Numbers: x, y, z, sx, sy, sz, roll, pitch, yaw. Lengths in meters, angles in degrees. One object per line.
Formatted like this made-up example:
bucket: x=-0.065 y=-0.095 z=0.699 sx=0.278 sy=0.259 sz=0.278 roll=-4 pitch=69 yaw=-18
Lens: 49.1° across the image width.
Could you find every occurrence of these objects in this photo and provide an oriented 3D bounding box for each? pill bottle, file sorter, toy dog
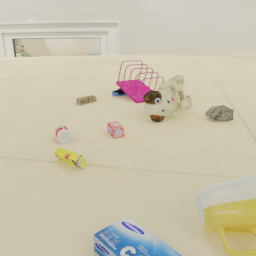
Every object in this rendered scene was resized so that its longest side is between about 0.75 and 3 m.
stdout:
pill bottle: x=-2.400 y=0.204 z=10.285 sx=0.516 sy=0.516 sz=0.919 roll=-7 pitch=19 yaw=-21
file sorter: x=0.710 y=-2.817 z=16.482 sx=1.717 sy=1.549 sz=2.470 roll=-11 pitch=40 yaw=-30
toy dog: x=1.608 y=-1.326 z=12.968 sx=2.468 sy=1.776 sz=2.545 roll=-5 pitch=16 yaw=25

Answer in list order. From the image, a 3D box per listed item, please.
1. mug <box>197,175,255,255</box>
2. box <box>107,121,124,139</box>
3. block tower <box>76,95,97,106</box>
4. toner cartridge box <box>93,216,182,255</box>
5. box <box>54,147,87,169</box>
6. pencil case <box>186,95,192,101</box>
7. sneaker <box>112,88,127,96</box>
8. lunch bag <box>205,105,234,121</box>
mug: x=2.008 y=1.597 z=5.438 sx=1.155 sy=1.126 sz=1.406 roll=-7 pitch=12 yaw=4
box: x=-0.484 y=0.062 z=10.850 sx=0.445 sy=0.410 sz=0.867 roll=-7 pitch=20 yaw=-18
block tower: x=-2.339 y=-1.565 z=15.706 sx=0.369 sy=0.345 sz=1.277 roll=14 pitch=23 yaw=36
toner cartridge box: x=0.246 y=2.191 z=4.685 sx=0.831 sy=0.378 sz=1.749 roll=-16 pitch=25 yaw=-39
box: x=-1.722 y=0.893 z=8.371 sx=1.052 sy=0.396 sz=0.264 roll=15 pitch=55 yaw=34
pencil case: x=2.716 y=-1.383 z=14.803 sx=1.403 sy=0.613 sz=0.613 roll=-11 pitch=22 yaw=-27
sneaker: x=-0.227 y=-2.431 z=17.709 sx=1.738 sy=0.677 sz=0.610 roll=-9 pitch=22 yaw=-26
lunch bag: x=4.115 y=-0.648 z=12.683 sx=1.006 sy=0.591 sz=0.825 roll=-10 pitch=21 yaw=-9
